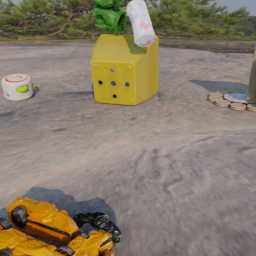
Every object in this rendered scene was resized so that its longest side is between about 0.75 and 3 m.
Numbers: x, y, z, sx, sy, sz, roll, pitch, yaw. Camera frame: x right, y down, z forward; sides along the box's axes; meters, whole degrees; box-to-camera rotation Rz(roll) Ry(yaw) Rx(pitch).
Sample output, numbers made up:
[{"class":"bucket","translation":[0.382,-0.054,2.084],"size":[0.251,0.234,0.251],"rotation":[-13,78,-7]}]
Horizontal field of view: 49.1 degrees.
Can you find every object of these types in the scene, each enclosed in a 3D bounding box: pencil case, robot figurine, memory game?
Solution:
[{"class":"pencil case","translation":[0.398,-3.392,9.053],"size":[0.693,1.528,0.635],"rotation":[-14,-20,1]},{"class":"robot figurine","translation":[-1.077,1.535,3.680],"size":[2.012,0.586,1.459],"rotation":[10,24,27]},{"class":"memory game","translation":[4.557,-1.111,11.029],"size":[2.781,0.177,2.781],"rotation":[0,22,0]}]

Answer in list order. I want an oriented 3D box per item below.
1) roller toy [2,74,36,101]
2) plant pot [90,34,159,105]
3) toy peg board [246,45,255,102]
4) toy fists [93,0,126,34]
[{"class":"roller toy","translation":[-4.474,-1.633,11.405],"size":[1.129,0.865,1.237],"rotation":[4,32,2]},{"class":"plant pot","translation":[-0.236,-2.154,10.979],"size":[2.453,2.453,2.163],"rotation":[7,33,16]},{"class":"toy peg board","translation":[5.379,-1.504,8.797],"size":[2.775,2.787,1.363],"rotation":[6,48,18]},{"class":"toy fists","translation":[-0.764,-4.536,10.230],"size":[1.206,2.365,0.813],"rotation":[33,68,17]}]
